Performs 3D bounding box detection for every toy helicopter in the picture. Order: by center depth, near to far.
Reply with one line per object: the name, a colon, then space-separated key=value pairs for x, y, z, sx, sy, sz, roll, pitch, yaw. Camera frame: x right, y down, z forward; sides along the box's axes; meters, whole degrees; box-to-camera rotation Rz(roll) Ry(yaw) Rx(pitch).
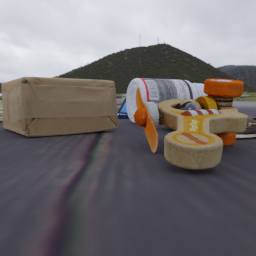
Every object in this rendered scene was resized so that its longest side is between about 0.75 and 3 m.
toy helicopter: x=0.868 y=-0.104 z=4.352 sx=1.909 sy=1.139 sz=2.887 roll=6 pitch=17 yaw=12

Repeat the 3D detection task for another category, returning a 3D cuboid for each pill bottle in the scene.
pill bottle: x=1.513 y=-0.997 z=10.437 sx=2.854 sy=1.626 sz=1.626 roll=-1 pitch=5 yaw=-21

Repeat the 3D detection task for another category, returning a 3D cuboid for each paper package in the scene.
paper package: x=-1.942 y=-0.602 z=7.650 sx=2.515 sy=1.365 sz=2.639 roll=-4 pitch=6 yaw=-35

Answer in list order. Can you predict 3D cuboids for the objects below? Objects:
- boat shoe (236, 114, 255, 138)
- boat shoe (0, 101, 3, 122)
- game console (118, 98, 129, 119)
boat shoe: x=2.595 y=-0.052 z=6.167 sx=1.802 sy=0.536 sz=0.647 roll=-1 pitch=5 yaw=-6
boat shoe: x=-5.291 y=-0.720 z=11.250 sx=2.802 sy=0.910 sz=1.011 roll=-5 pitch=7 yaw=-42
game console: x=-0.294 y=-1.043 z=13.916 sx=1.544 sy=1.070 sz=1.809 roll=-2 pitch=5 yaw=-31
